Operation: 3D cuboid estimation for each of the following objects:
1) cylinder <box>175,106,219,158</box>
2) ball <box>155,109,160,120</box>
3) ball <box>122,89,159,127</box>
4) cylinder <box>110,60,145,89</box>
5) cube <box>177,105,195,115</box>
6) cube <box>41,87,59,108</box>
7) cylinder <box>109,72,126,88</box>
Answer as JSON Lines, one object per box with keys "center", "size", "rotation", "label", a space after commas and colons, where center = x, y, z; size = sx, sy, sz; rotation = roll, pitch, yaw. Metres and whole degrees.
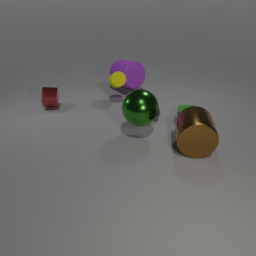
{"center": [2.417, 0.126, 10.016], "size": [1.400, 1.400, 1.400], "rotation": [3, 29, 5], "label": "cylinder"}
{"center": [1.056, -0.682, 12.193], "size": [0.700, 0.700, 0.700], "rotation": [0, 29, 0], "label": "ball"}
{"center": [0.466, -0.752, 10.518], "size": [1.400, 1.400, 1.400], "rotation": [0, 29, 0], "label": "ball"}
{"center": [-0.031, -2.872, 14.864], "size": [1.400, 1.400, 1.400], "rotation": [-19, 25, -30], "label": "cylinder"}
{"center": [2.451, -0.515, 11.823], "size": [0.700, 0.700, 0.700], "rotation": [2, 31, 14], "label": "cube"}
{"center": [-3.616, -1.422, 13.035], "size": [0.700, 0.700, 0.700], "rotation": [1, 65, -7], "label": "cube"}
{"center": [-0.506, -2.285, 13.272], "size": [0.700, 0.700, 0.700], "rotation": [-7, 6, -12], "label": "cylinder"}
